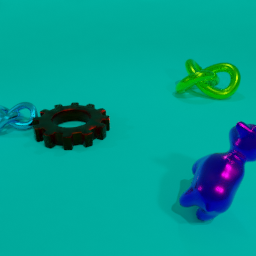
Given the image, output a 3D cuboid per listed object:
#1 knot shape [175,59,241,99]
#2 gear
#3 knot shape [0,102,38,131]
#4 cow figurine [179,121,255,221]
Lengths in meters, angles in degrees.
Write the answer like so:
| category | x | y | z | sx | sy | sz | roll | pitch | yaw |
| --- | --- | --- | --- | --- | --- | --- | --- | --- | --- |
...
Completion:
| category | x | y | z | sx | sy | sz | roll | pitch | yaw |
| --- | --- | --- | --- | --- | --- | --- | --- | --- | --- |
| knot shape | 2.692 | -1.625 | 9.261 | 1.943 | 0.959 | 2.077 | 13 | 33 | 23 |
| gear | -1.414 | -0.107 | 7.075 | 1.878 | 0.347 | 1.878 | 1 | 29 | 0 |
| knot shape | -3.002 | -0.250 | 7.133 | 1.180 | 0.545 | 1.104 | 7 | 30 | 18 |
| cow figurine | 1.549 | 0.640 | 4.306 | 0.820 | 1.470 | 1.494 | 38 | 53 | 0 |
